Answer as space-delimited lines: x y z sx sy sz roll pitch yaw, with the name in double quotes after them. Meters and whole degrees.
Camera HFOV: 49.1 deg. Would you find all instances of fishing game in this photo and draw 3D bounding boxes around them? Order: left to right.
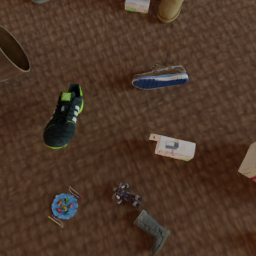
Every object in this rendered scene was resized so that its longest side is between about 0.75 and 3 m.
-2.192 2.692 9.683 0.906 0.197 1.265 37 77 7 "fishing game"

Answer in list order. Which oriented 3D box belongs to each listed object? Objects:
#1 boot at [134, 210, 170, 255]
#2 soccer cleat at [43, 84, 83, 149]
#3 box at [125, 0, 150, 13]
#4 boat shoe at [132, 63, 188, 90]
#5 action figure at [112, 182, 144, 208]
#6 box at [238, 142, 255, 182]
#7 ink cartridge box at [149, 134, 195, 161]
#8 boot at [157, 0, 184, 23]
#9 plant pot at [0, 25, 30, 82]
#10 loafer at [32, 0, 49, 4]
0.689 3.481 9.340 1.161 0.421 1.056 35 63 2 "boot"
-2.013 -0.457 8.797 0.945 1.135 2.800 6 35 1 "soccer cleat"
0.433 -5.398 11.772 0.986 0.477 0.870 10 75 2 "box"
1.174 -2.008 10.746 2.170 0.784 0.785 -4 69 -11 "boat shoe"
-0.052 2.352 9.690 1.129 0.392 0.735 27 83 11 "action figure"
5.187 1.449 9.356 2.281 1.458 1.243 30 77 8 "box"
1.478 0.695 9.852 1.559 0.913 0.525 13 75 4 "ink cartridge box"
1.959 -5.799 10.695 0.913 2.761 2.418 25 76 7 "boot"
-5.110 -2.417 10.386 2.085 1.949 1.949 -29 76 9 "plant pot"
-2.948 -6.175 11.753 2.661 0.927 1.001 -32 77 -8 "loafer"
